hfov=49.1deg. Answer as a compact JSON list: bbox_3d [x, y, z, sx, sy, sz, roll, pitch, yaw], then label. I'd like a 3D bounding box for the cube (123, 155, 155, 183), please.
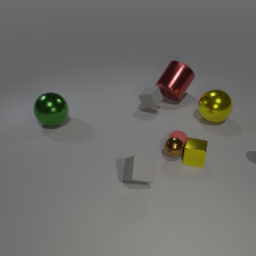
[{"bbox_3d":[0.334,1.246,8.336,0.700,0.700,0.700,12,-16,-21],"label":"cube"}]

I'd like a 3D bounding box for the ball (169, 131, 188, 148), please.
[{"bbox_3d":[1.837,0.443,10.229,0.700,0.700,0.700,0,32,0],"label":"ball"}]

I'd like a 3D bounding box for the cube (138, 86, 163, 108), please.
[{"bbox_3d":[1.020,-1.366,12.423,0.700,0.700,0.700,-3,35,40],"label":"cube"}]

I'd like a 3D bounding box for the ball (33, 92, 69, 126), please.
[{"bbox_3d":[-3.151,-0.765,11.505,1.400,1.400,1.400,0,32,0],"label":"ball"}]

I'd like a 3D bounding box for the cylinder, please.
[{"bbox_3d":[2.238,-2.234,13.346,1.400,1.400,1.400,28,82,37],"label":"cylinder"}]

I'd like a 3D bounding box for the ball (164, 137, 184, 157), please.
[{"bbox_3d":[1.573,0.654,9.568,0.700,0.700,0.700,0,32,0],"label":"ball"}]

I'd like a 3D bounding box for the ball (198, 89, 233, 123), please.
[{"bbox_3d":[3.655,-0.922,11.738,1.400,1.400,1.400,0,32,0],"label":"ball"}]

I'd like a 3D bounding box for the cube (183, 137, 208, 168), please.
[{"bbox_3d":[2.310,0.838,9.602,0.700,0.700,0.700,10,33,15],"label":"cube"}]
